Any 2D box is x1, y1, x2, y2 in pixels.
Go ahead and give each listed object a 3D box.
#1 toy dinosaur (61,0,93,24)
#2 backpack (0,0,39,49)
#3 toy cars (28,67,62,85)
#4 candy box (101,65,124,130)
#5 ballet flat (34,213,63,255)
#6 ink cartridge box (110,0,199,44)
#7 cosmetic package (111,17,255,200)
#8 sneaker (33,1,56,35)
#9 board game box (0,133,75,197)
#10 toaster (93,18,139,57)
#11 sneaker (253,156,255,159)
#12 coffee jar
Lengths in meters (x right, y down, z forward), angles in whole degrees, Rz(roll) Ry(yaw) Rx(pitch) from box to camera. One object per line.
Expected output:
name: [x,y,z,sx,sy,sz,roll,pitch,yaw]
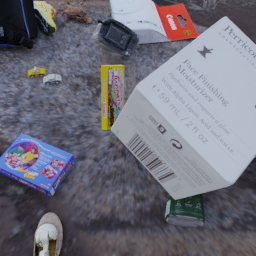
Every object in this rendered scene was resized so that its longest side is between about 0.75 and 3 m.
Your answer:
toy dinosaur: [-1.946,-4.242,10.326,1.277,0.548,0.866,0,59,7]
backpack: [-4.332,-3.828,8.913,2.614,2.392,1.921,-2,31,1]
toy cars: [-2.531,-1.605,8.433,1.143,0.253,0.512,24,57,17]
candy box: [-0.361,-0.767,6.877,0.201,1.526,0.780,8,16,28]
ballet flat: [-1.527,2.282,5.253,0.537,0.530,1.577,-6,52,-5]
ink cartridge box: [0.883,-4.002,10.014,2.894,0.684,2.317,-7,52,-4]
cosmetic package: [1.313,-0.272,5.148,1.952,1.954,2.368,46,66,5]
sneaker: [-2.920,-4.070,10.057,0.867,0.750,1.920,-21,58,-26]
board game box: [-2.140,0.822,6.501,1.493,0.334,1.004,21,55,15]
toaster: [-0.458,-2.722,8.459,1.460,0.943,0.830,23,91,-25]
sneaker: [3.028,0.113,6.831,0.447,0.682,1.181,4,52,3]
coffee jar: [1.218,1.283,5.952,0.777,0.636,1.491,7,54,5]
